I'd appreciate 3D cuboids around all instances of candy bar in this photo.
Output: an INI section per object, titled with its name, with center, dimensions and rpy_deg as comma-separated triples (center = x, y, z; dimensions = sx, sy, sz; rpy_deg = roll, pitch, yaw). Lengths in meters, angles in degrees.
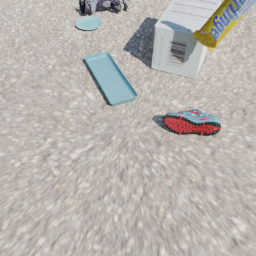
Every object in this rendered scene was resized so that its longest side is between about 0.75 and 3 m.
[candy bar]
center = 2.462, -2.801, 6.378
dimensions = 0.719, 2.885, 0.320
rpy_deg = 41, 65, -1

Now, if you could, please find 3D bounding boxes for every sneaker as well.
[sneaker]
center = 1.679, -0.186, 7.509
dimensions = 1.506, 0.597, 0.720
rpy_deg = 9, 35, -1

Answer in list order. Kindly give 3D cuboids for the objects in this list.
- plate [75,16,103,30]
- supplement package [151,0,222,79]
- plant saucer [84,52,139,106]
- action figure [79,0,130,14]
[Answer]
[plate]
center = -1.566, -4.209, 11.337
dimensions = 1.102, 0.141, 1.102
rpy_deg = -1, 48, 1
[supplement package]
center = 1.984, -3.216, 9.445
dimensions = 1.596, 1.590, 2.720
rpy_deg = 17, 50, 15
[plant saucer]
center = -0.590, -1.613, 8.931
dimensions = 0.899, 0.244, 2.570
rpy_deg = -18, 51, -16
[action figure]
center = -0.889, -5.372, 11.983
dimensions = 2.265, 0.786, 1.474
rpy_deg = -18, 41, -21
